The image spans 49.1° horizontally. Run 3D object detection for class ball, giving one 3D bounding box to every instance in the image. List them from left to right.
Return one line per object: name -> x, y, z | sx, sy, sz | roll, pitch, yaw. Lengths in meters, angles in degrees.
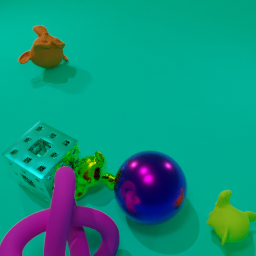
ball -> 0.407, 1.083, 5.152 | 1.341, 1.341, 1.341 | 0, 48, 0

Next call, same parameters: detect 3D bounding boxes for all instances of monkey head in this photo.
monkey head -> -2.470, -2.354, 8.284 | 1.598, 0.963, 1.150 | -17, 64, -41
monkey head -> -0.653, 0.965, 5.633 | 0.865, 1.202, 0.724 | 36, 19, 10
monkey head -> 1.820, 1.565, 4.920 | 1.121, 0.807, 0.676 | -12, 28, -38

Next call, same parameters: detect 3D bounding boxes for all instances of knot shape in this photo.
knot shape -> -0.966, 1.668, 4.052 | 0.903, 1.955, 1.829 | -16, 9, 26

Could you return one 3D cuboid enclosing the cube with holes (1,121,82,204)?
cube with holes -> -1.658, 0.708, 5.695 | 1.025, 1.025, 1.025 | 25, 53, 20
